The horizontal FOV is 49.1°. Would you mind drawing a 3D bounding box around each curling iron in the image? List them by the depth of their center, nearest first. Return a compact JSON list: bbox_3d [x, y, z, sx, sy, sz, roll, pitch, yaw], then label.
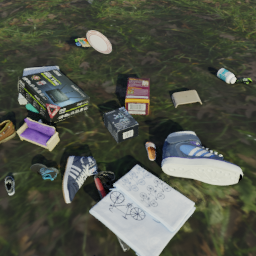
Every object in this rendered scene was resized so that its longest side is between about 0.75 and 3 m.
[{"bbox_3d":[-0.467,2.400,8.634,0.702,0.362,2.834,-12,43,-12],"label":"curling iron"}]

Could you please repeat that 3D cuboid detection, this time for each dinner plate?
[{"bbox_3d":[-1.189,-3.486,11.448,1.195,0.145,1.195,23,48,-28],"label":"dinner plate"}]

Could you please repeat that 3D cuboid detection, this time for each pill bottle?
[{"bbox_3d":[5.023,-2.616,14.228,0.516,0.516,0.932,-21,46,-22],"label":"pill bottle"}]

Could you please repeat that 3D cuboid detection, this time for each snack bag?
[{"bbox_3d":[0.439,2.388,8.386,2.399,0.272,2.545,33,44,25],"label":"snack bag"}]

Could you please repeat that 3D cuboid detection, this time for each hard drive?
[{"bbox_3d":[-4.329,-2.192,13.858,1.792,0.357,2.717,-7,42,-8],"label":"hard drive"}]

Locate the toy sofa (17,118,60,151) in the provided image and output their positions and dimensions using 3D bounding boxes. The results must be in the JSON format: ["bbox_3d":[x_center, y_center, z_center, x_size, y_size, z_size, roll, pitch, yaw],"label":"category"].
[{"bbox_3d":[-3.473,0.235,10.778,1.544,0.753,0.639,18,51,19],"label":"toy sofa"}]

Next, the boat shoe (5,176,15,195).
[{"bbox_3d":[-3.931,1.860,9.318,0.281,0.277,0.781,-19,45,-21],"label":"boat shoe"}]

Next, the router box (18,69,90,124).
[{"bbox_3d":[-3.218,-1.456,12.151,2.594,0.806,1.944,41,43,25],"label":"router box"}]

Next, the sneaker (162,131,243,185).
[{"bbox_3d":[2.584,0.821,9.866,2.708,1.091,1.983,6,46,15],"label":"sneaker"}]

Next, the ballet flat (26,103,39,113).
[{"bbox_3d":[-3.758,-0.856,12.324,1.384,0.470,0.473,17,33,4],"label":"ballet flat"}]

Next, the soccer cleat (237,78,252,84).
[{"bbox_3d":[5.878,-2.346,14.114,0.819,0.276,0.332,-10,45,-15],"label":"soccer cleat"}]

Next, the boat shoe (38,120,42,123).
[{"bbox_3d":[-3.710,-0.004,11.453,0.304,0.320,0.888,-1,51,-2],"label":"boat shoe"}]

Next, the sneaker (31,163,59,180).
[{"bbox_3d":[-2.924,1.513,9.644,1.012,0.370,0.414,9,42,10],"label":"sneaker"}]

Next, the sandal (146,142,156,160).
[{"bbox_3d":[0.893,0.801,10.530,0.356,0.266,0.929,-4,42,-5],"label":"sandal"}]

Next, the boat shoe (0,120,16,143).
[{"bbox_3d":[-5.282,0.386,10.677,0.730,0.689,2.028,24,47,25],"label":"boat shoe"}]

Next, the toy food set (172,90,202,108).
[{"bbox_3d":[2.692,-1.300,12.915,1.214,0.367,0.871,-9,42,2],"label":"toy food set"}]

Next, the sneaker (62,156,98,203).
[{"bbox_3d":[-1.549,1.621,9.304,1.028,0.664,1.895,-3,38,0],"label":"sneaker"}]

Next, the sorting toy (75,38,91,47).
[{"bbox_3d":[-1.738,-3.492,11.336,0.870,0.119,0.490,-16,59,-38],"label":"sorting toy"}]

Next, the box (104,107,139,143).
[{"bbox_3d":[-0.285,-0.136,11.283,0.940,0.678,1.267,-20,45,-21],"label":"box"}]

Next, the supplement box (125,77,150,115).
[{"bbox_3d":[0.449,-1.467,12.698,1.030,0.799,1.866,3,41,3],"label":"supplement box"}]
